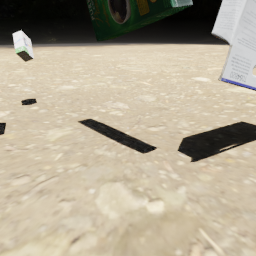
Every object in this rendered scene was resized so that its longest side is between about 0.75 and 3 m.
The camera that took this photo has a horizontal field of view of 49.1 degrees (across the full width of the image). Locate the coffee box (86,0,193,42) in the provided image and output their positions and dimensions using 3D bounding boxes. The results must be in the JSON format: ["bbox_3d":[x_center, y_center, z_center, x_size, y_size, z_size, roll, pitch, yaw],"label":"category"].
[{"bbox_3d":[0.013,-2.913,5.840,0.584,1.633,2.656,-24,14,-34],"label":"coffee box"}]

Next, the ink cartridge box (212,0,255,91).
[{"bbox_3d":[2.949,-2.240,5.889,2.909,2.914,0.592,4,17,-41],"label":"ink cartridge box"}]

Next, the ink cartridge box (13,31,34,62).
[{"bbox_3d":[-3.736,-2.909,9.999,0.377,0.861,0.626,-20,-20,7],"label":"ink cartridge box"}]
